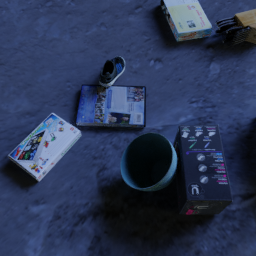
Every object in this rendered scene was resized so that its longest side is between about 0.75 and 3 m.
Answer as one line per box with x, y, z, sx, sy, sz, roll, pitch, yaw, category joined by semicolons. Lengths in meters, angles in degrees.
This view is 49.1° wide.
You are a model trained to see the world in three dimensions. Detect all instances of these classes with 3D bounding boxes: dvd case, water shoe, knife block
-0.592;-0.875;10.651;2.569;0.225;1.833;2;58;1;dvd case
-0.566;-2.427;11.164;0.680;0.751;1.903;15;50;9;water shoe
5.137;-4.722;12.602;2.176;0.793;2.479;23;63;12;knife block

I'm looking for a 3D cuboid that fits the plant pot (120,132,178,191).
0.822;1.198;8.700;1.783;1.201;1.783;-18;54;27;plant pot

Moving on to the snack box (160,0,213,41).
2.662;-5.281;13.103;1.618;0.517;2.786;-11;60;-6;snack box

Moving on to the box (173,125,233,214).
2.179;1.270;8.620;1.290;1.487;2.432;-1;58;1;box

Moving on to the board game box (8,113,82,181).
-2.832;0.597;9.676;1.367;0.375;2.165;32;64;18;board game box
